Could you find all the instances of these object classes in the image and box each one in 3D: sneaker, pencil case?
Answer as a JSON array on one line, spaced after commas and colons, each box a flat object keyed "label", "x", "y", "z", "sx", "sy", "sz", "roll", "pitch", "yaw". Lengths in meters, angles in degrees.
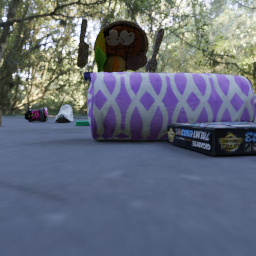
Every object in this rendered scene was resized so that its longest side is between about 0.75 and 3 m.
[{"label": "sneaker", "x": -4.833, "y": -0.647, "z": 14.649, "sx": 0.882, "sy": 0.744, "sz": 2.017, "roll": -3, "pitch": 0, "yaw": -38}, {"label": "sneaker", "x": -3.217, "y": -0.727, "z": 14.091, "sx": 0.794, "sy": 0.928, "sz": 2.131, "roll": 0, "pitch": 4, "yaw": -6}, {"label": "pencil case", "x": 0.658, "y": -0.336, "z": 4.875, "sx": 2.878, "sy": 1.208, "sz": 1.230, "roll": 1, "pitch": -21, "yaw": -5}]

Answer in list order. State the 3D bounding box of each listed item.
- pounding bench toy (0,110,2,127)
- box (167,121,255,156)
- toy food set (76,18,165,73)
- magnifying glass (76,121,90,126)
[{"label": "pounding bench toy", "x": -4.987, "y": -0.339, "z": 9.864, "sx": 0.919, "sy": 0.571, "sz": 0.717, "roll": -2, "pitch": 3, "yaw": -30}, {"label": "box", "x": 1.368, "y": 0.097, "z": 3.663, "sx": 1.357, "sy": 0.337, "sz": 1.347, "roll": -1, "pitch": 3, "yaw": -14}, {"label": "toy food set", "x": -0.183, "y": -2.359, "z": 8.603, "sx": 2.666, "sy": 1.841, "sz": 0.535, "roll": 0, "pitch": 43, "yaw": -14}, {"label": "magnifying glass", "x": -1.066, "y": -0.213, "z": 10.892, "sx": 2.108, "sy": 0.236, "sz": 0.839, "roll": -1, "pitch": 3, "yaw": -42}]
